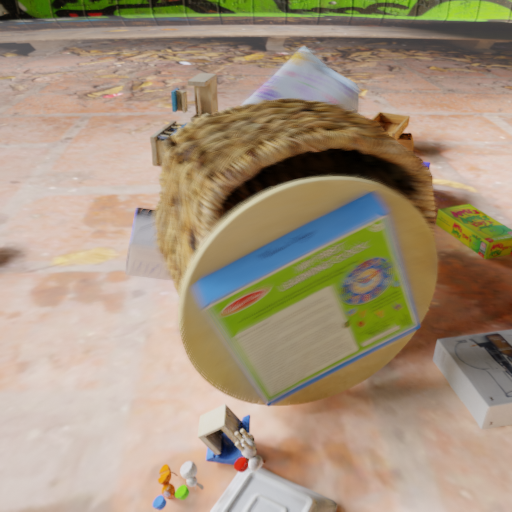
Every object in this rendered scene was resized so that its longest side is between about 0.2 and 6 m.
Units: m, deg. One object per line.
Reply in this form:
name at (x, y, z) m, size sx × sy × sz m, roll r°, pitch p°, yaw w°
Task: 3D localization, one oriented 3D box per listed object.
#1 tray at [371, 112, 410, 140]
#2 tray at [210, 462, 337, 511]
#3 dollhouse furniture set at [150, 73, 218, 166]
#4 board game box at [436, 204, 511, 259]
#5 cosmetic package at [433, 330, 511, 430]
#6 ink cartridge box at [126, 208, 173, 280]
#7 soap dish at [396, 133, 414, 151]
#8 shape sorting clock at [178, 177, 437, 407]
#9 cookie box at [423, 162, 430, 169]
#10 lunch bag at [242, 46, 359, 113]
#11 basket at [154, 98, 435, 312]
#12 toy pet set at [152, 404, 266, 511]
tray at (3.863, -3.828, 16.694) m, size 0.973 × 0.365 × 1.974 m, roll 14°, pitch 32°, yaw 22°
tray at (-0.158, 3.072, 5.675) m, size 1.240 × 0.256 × 2.309 m, roll 15°, pitch 33°, yaw 26°
dollhouse furniture set at (-1.873, -3.837, 15.519) m, size 1.682 × 2.387 × 1.672 m, roll 7°, pitch 31°, yaw 12°
board game box at (4.653, -0.543, 11.798) m, size 0.843 × 0.395 × 1.659 m, roll -10°, pitch 31°, yaw -17°
cosmetic package at (3.694, 1.657, 7.920) m, size 1.857 × 0.480 × 1.400 m, roll -6°, pitch 33°, yaw -10°
ink cartridge box at (-0.779, -0.093, 10.160) m, size 2.967 × 0.656 × 1.395 m, roll 8°, pitch 30°, yaw -11°
soap dish at (4.152, -3.391, 16.701) m, size 1.085 × 0.441 × 0.853 m, roll 6°, pitch 30°, yaw 14°
shape sorting clock at (0.682, 0.552, 6.867) m, size 3.284 × 3.284 × 0.644 m, roll -8°, pitch 36°, yaw -14°
cookie box at (3.262, -1.739, 13.553) m, size 1.617 × 0.710 × 1.890 m, roll 11°, pitch 32°, yaw 18°
lunch bag at (0.796, -2.212, 11.412) m, size 2.470 × 2.913 × 1.852 m, roll -43°, pitch 71°, yaw -9°
basket at (0.819, -0.447, 8.286) m, size 3.968 × 2.832 × 2.956 m, roll -8°, pitch 47°, yaw -26°
toy pet set at (-0.443, 2.430, 6.567) m, size 1.242 × 0.659 × 1.159 m, roll -29°, pitch 25°, yaw 16°
